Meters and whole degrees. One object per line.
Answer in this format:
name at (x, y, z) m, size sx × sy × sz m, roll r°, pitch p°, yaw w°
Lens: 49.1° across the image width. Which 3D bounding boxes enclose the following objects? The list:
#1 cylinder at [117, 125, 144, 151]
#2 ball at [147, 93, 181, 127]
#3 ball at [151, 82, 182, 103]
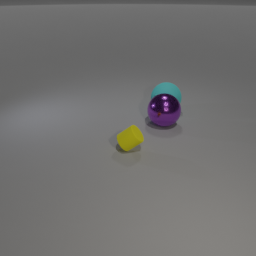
cylinder at (0.081, 0.355, 9.870) m, size 0.700 × 0.700 × 0.700 m, roll -33°, pitch 18°, yaw 22°
ball at (1.503, -0.742, 11.640) m, size 1.400 × 1.400 × 1.400 m, roll 0°, pitch 27°, yaw 0°
ball at (1.754, -1.394, 12.899) m, size 1.400 × 1.400 × 1.400 m, roll 0°, pitch 27°, yaw 0°
